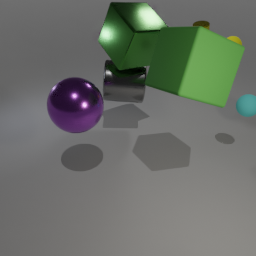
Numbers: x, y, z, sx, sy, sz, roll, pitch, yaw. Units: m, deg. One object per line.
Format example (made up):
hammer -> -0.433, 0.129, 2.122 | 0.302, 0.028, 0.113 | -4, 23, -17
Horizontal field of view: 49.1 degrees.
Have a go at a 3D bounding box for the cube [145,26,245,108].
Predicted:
cube -> 1.467, -1.397, 6.398 | 1.400, 1.400, 1.400 | 10, 12, -31

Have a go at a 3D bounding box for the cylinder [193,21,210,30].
cylinder -> 3.107, -4.103, 11.942 | 0.700, 0.700, 0.700 | -6, 41, 5

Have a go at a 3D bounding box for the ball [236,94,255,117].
ball -> 3.714, -0.693, 8.670 | 0.700, 0.700, 0.700 | 0, 30, 0

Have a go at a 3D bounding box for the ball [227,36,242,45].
ball -> 3.943, -3.115, 10.609 | 0.700, 0.700, 0.700 | 0, 30, 0

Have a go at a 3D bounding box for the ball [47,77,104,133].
ball -> -1.308, -0.565, 7.014 | 1.400, 1.400, 1.400 | 0, 30, 0

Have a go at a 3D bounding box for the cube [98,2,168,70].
cube -> 0.154, -2.816, 8.569 | 1.400, 1.400, 1.400 | -17, 62, -34

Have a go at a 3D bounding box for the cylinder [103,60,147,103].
cylinder -> -0.133, -1.616, 9.766 | 1.400, 1.400, 1.400 | 4, 30, -3
